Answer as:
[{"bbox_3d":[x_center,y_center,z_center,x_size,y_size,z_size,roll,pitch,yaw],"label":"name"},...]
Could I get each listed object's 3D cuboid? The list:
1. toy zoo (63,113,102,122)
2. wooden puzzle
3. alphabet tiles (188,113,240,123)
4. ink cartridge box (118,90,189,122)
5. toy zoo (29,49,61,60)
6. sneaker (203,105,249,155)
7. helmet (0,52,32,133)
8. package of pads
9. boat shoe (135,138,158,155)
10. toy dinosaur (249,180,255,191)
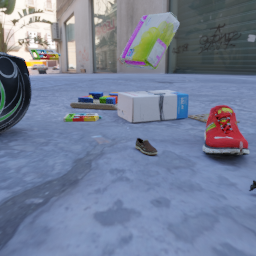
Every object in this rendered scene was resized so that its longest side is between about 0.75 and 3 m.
[{"bbox_3d":[-1.914,-0.465,12.145,1.583,0.162,1.039,-1,14,-2],"label":"toy zoo"},{"bbox_3d":[-1.447,-1.608,15.712,2.664,0.666,2.876,4,14,17],"label":"wooden puzzle"},{"bbox_3d":[3.733,-0.399,12.095,1.633,0.074,1.953,-6,15,-25],"label":"alphabet tiles"},{"bbox_3d":[1.060,-1.015,12.404,2.625,1.127,1.922,-4,15,-22],"label":"ink cartridge box"},{"bbox_3d":[-3.364,-3.004,11.487,1.215,0.124,0.797,-7,41,-28],"label":"toy zoo"},{"bbox_3d":[2.694,-0.018,8.069,1.135,1.251,2.947,2,14,6],"label":"sneaker"},{"bbox_3d":[-4.790,-1.130,9.302,2.991,2.851,2.991,9,7,-1],"label":"helmet"},{"bbox_3d":[0.928,-3.781,12.191,0.849,2.489,1.923,32,-7,-40],"label":"package of pads"},{"bbox_3d":[0.489,0.500,7.875,0.347,0.347,0.939,-9,17,-33],"label":"boat shoe"},{"bbox_3d":[2.867,1.117,5.250,1.919,0.455,0.846,-13,34,-44],"label":"toy dinosaur"}]
